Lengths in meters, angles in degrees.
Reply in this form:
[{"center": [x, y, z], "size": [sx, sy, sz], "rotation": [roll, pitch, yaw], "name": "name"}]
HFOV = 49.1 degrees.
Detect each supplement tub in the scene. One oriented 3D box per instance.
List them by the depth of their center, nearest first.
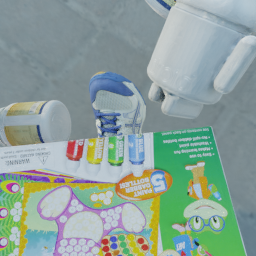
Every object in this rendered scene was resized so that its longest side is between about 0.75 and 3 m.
[{"center": [1.594, -3.796, 6.025], "size": [1.896, 2.616, 1.896], "rotation": [13, 56, -20], "name": "supplement tub"}, {"center": [-2.075, -0.052, 6.059], "size": [1.428, 1.031, 1.031], "rotation": [-1, 73, 19], "name": "supplement tub"}]

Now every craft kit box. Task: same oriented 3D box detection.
[{"center": [-0.073, 1.351, 3.019], "size": [2.601, 0.631, 2.569], "rotation": [-6, 71, -8], "name": "craft kit box"}]

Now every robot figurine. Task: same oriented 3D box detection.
[{"center": [1.374, -1.545, 5.286], "size": [1.568, 2.776, 2.354], "rotation": [4, 30, -35], "name": "robot figurine"}]

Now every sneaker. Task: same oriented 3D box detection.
[{"center": [-0.156, 0.167, 5.305], "size": [0.955, 2.536, 1.118], "rotation": [1, 47, 20], "name": "sneaker"}]
